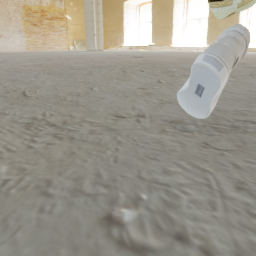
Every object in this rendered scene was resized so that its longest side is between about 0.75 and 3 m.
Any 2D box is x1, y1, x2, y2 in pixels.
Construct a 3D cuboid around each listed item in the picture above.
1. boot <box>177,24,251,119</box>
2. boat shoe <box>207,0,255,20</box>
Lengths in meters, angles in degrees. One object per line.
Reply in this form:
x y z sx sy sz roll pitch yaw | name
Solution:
1.443 -0.854 4.697 0.726 0.943 1.973 42 -11 10 | boot
3.376 -4.141 8.629 0.848 0.945 2.554 36 -13 -17 | boat shoe
